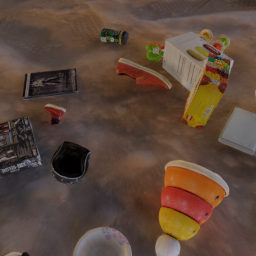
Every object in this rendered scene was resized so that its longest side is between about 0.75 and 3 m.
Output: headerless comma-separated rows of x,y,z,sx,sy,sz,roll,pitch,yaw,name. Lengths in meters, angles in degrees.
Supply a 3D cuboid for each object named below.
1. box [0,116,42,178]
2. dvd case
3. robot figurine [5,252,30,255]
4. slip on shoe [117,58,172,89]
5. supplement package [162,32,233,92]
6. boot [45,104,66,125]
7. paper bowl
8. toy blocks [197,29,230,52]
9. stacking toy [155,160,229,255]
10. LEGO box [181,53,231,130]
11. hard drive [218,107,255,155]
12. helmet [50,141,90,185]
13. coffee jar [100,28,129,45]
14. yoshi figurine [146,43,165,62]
-3.717,0.572,8.902,1.516,0.478,1.922,-18,49,-17,box
-3.138,-1.821,11.409,2.131,0.170,1.585,-7,47,-7,dvd case
-2.436,3.285,6.156,0.845,0.702,1.125,-30,53,-35,robot figurine
0.625,-2.060,11.311,2.419,0.896,0.740,24,94,9,slip on shoe
2.715,-2.580,11.293,1.424,1.371,2.503,-23,51,-20,supplement package
-2.743,-0.465,10.024,0.955,0.346,0.689,14,71,32,boot
-0.567,3.026,6.417,1.313,0.683,1.313,-1,46,1,paper bowl
3.602,-3.791,12.945,1.554,0.677,1.864,30,53,26,toy blocks
1.342,2.161,7.001,1.726,1.726,2.363,21,69,19,stacking toy
2.612,-1.195,9.467,0.785,2.034,1.515,21,49,4,LEGO box
3.957,0.048,9.584,1.160,0.231,1.759,24,50,22,hard drive
-1.664,1.039,8.004,1.179,1.179,1.124,23,91,20,helmet
-0.644,-4.454,13.656,1.311,0.559,0.684,11,47,10,coffee jar
1.438,-3.326,12.655,1.392,0.783,0.780,12,87,-8,yoshi figurine
